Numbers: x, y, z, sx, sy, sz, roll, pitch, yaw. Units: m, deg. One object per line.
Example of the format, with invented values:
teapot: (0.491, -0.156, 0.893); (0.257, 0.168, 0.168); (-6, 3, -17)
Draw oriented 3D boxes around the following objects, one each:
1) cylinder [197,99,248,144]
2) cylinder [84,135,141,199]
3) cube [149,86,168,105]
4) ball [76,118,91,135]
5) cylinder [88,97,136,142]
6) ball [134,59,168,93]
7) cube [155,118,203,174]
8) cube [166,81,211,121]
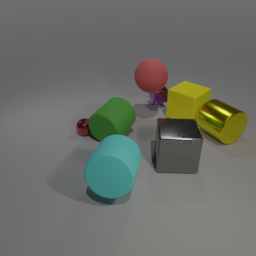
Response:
cylinder: (3.748, -0.287, 11.219); (1.400, 1.400, 1.400); (-15, 33, -25)
cylinder: (-0.405, 1.079, 8.146); (1.400, 1.400, 1.400); (5, 21, 9)
cube: (1.485, -1.673, 13.678); (0.700, 0.700, 0.700); (-13, 41, -11)
ball: (-1.790, -0.052, 11.524); (0.700, 0.700, 0.700); (0, 30, 0)
cylinder: (-0.611, -0.297, 11.069); (1.400, 1.400, 1.400); (16, 40, 26)
ball: (0.967, -2.167, 11.659); (1.400, 1.400, 1.400); (0, 30, 0)
cube: (1.687, 0.590, 9.691); (1.400, 1.400, 1.400); (2, 30, 2)
cube: (2.724, -1.134, 12.687); (1.400, 1.400, 1.400); (25, 38, 35)
